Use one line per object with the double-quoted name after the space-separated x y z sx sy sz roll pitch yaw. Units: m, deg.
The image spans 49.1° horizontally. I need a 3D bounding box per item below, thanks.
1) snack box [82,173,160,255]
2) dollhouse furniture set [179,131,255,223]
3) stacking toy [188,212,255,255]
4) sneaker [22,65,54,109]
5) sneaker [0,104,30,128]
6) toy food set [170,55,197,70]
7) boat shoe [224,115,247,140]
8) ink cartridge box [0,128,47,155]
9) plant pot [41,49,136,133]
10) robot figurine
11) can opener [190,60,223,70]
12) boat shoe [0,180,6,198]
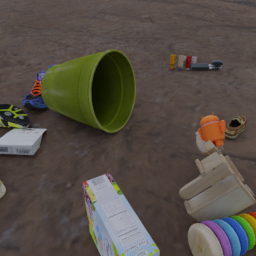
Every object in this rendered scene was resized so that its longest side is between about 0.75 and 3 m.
-0.187 2.071 5.218 0.646 1.609 1.907 -19 39 -22 "snack box"
1.766 0.910 6.896 1.269 2.217 2.600 -36 31 15 "dollhouse furniture set"
2.372 2.139 5.823 2.173 0.928 0.928 -12 37 -22 "stacking toy"
-3.312 -1.623 10.868 1.023 1.065 2.716 5 36 8 "sneaker"
-4.356 -0.363 9.453 2.074 0.792 0.782 17 32 -7 "sneaker"
2.740 -3.127 13.537 1.558 0.701 0.744 -7 18 -41 "toy food set"
3.608 -0.115 9.246 0.505 0.493 1.334 23 42 29 "boat shoe"
-3.315 0.393 8.809 1.174 0.347 1.467 1 19 2 "ink cartridge box"
-1.452 -1.263 9.459 2.510 2.607 2.607 7 34 30 "plant pot"
1.871 0.052 6.206 0.449 0.554 0.770 -12 76 -10 "robot figurine"
3.717 -2.989 13.328 1.516 0.504 0.399 -3 36 4 "can opener"
-3.623 1.717 6.680 0.522 0.490 1.415 20 41 25 "boat shoe"
